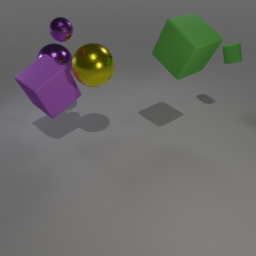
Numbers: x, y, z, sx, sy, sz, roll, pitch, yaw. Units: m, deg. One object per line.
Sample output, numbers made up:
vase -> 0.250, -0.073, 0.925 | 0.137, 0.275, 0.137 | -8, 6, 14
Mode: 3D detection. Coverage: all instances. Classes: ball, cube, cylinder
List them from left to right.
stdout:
cube -> -2.767, -1.464, 9.827 | 1.400, 1.400, 1.400 | 32, 67, 34
ball -> -2.866, -2.607, 11.037 | 1.400, 1.400, 1.400 | 0, 32, 0
ball -> -1.992, -2.939, 8.370 | 0.700, 0.700, 0.700 | 0, 32, 0
ball -> -1.121, -2.024, 9.050 | 1.400, 1.400, 1.400 | 0, 32, 0
cube -> 1.922, -2.693, 9.239 | 1.400, 1.400, 1.400 | -26, 68, -34
cylinder -> 4.208, -3.016, 11.303 | 0.700, 0.700, 0.700 | -12, 17, 4
